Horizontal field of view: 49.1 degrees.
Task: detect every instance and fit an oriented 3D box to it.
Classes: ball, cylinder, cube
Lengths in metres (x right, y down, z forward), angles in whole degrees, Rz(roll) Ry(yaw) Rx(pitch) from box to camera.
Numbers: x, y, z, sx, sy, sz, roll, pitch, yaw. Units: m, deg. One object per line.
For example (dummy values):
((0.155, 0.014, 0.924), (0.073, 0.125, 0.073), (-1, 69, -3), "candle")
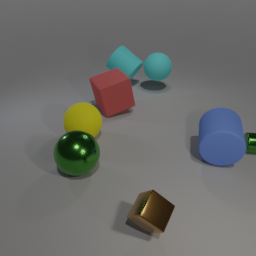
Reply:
((-1.653, -0.228, 10.266), (1.400, 1.400, 1.400), (0, 30, 0), "ball")
((-1.557, 0.762, 8.574), (1.400, 1.400, 1.400), (0, 30, 0), "ball")
((4.405, 0.518, 9.656), (0.700, 0.700, 0.700), (4, 30, 7), "cylinder")
((-0.179, -3.333, 14.694), (1.400, 1.400, 1.400), (41, 38, 2), "cylinder")
((-0.685, -1.567, 12.203), (1.400, 1.400, 1.400), (-23, 36, -13), "cube")
((3.025, 0.270, 9.134), (1.400, 1.400, 1.400), (6, 37, 11), "cylinder")
((0.540, 1.969, 6.583), (0.700, 0.700, 0.700), (38, 59, -9), "cube")
((1.499, -3.084, 14.162), (1.400, 1.400, 1.400), (0, 30, 0), "ball")
